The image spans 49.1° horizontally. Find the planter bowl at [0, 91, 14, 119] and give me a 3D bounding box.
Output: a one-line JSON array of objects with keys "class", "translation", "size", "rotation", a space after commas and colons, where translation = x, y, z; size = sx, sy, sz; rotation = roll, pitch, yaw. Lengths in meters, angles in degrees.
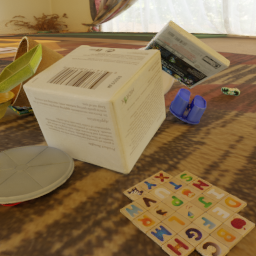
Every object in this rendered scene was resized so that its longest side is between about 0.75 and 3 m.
[{"class": "planter bowl", "translation": [-5.441, -0.762, 10.783], "size": [2.139, 0.891, 2.139], "rotation": [0, 24, 0]}]

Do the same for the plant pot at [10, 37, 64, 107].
[{"class": "plant pot", "translation": [-3.140, -1.961, 11.728], "size": [2.949, 2.749, 2.749], "rotation": [12, 15, -32]}]

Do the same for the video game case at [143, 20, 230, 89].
[{"class": "video game case", "translation": [1.650, -2.137, 8.591], "size": [2.141, 0.250, 1.946], "rotation": [29, -21, -14]}]

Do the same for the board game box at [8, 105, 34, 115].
[{"class": "board game box", "translation": [-4.601, -0.954, 12.108], "size": [0.859, 0.192, 1.640], "rotation": [-21, 31, -35]}]

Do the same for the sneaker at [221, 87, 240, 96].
[{"class": "sneaker", "translation": [5.173, -1.869, 14.036], "size": [0.899, 0.349, 0.629], "rotation": [22, 29, 23]}]

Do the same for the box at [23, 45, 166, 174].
[{"class": "box", "translation": [-0.716, -0.694, 8.018], "size": [2.787, 2.399, 2.801], "rotation": [12, 41, 27]}]

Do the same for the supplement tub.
[{"class": "supplement tub", "translation": [1.021, -2.837, 13.934], "size": [2.140, 2.140, 2.958], "rotation": [-1, 24, -2]}]

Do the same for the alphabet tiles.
[{"class": "alphabet tiles", "translation": [1.173, 1.695, 5.978], "size": [2.136, 0.081, 2.567], "rotation": [-22, 30, -33]}]

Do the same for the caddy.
[{"class": "caddy", "translation": [2.281, -0.775, 10.813], "size": [1.259, 0.935, 1.781], "rotation": [26, 28, 4]}]

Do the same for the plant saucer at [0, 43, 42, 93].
[{"class": "plant saucer", "translation": [-3.253, -1.726, 8.442], "size": [1.581, 0.379, 1.579], "rotation": [-27, 34, 17]}]

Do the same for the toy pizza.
[{"class": "toy pizza", "translation": [-2.645, 1.155, 7.020], "size": [2.578, 0.409, 2.578], "rotation": [-1, 23, 0]}]
